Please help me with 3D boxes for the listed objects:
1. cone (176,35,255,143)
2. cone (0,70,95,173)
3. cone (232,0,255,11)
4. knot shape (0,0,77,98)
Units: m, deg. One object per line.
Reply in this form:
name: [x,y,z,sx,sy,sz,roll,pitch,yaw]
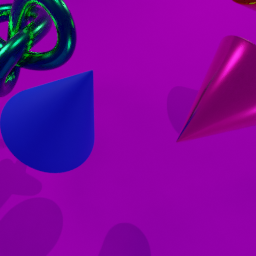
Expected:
cone: [1.043,-0.210,3.312,1.211,1.206,1.206,-40,67,4]
cone: [-0.800,-0.332,3.785,1.466,1.471,1.466,19,53,-26]
cone: [3.259,-2.778,6.047,1.628,1.634,1.628,-23,51,32]
knot shape: [-1.828,-1.575,4.717,1.959,0.905,1.833,-41,56,13]
